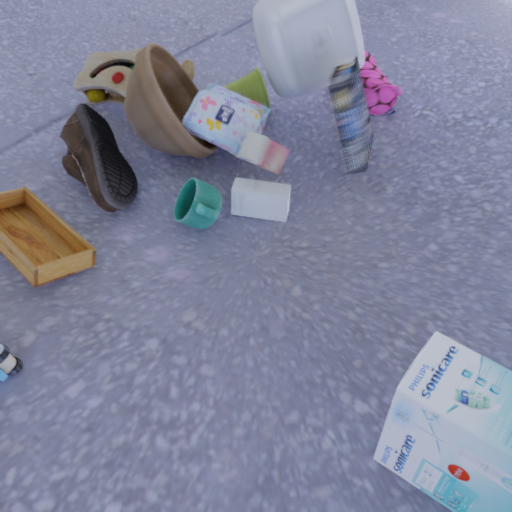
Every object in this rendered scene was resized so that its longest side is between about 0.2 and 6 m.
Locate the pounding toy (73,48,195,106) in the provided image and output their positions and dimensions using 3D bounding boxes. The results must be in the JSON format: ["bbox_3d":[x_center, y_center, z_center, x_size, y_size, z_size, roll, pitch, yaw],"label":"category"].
[{"bbox_3d":[-2.895,-4.002,13.899,2.786,1.598,1.593,1,74,13],"label":"pounding toy"}]

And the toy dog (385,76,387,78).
[{"bbox_3d":[3.348,-4.527,14.653,0.467,0.336,0.481,0,44,-5],"label":"toy dog"}]

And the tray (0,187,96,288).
[{"bbox_3d":[-4.208,-0.412,10.404,2.458,0.455,1.212,36,39,28],"label":"tray"}]

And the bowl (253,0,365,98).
[{"bbox_3d":[1.310,-4.946,12.798,2.442,2.439,0.912,-22,31,-2],"label":"bowl"}]

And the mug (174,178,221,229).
[{"bbox_3d":[-1.072,-0.901,10.778,0.677,0.900,1.095,21,41,-30],"label":"mug"}]

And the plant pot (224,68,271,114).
[{"bbox_3d":[-0.292,-3.853,13.589,1.036,1.127,1.127,-18,48,-2],"label":"plant pot"}]

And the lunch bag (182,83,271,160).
[{"bbox_3d":[-0.626,-2.902,12.116,1.509,1.131,1.779,26,34,2],"label":"lunch bag"}]

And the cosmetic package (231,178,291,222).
[{"bbox_3d":[0.093,-1.116,11.152,1.148,0.648,0.466,9,43,4],"label":"cosmetic package"}]

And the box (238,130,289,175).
[{"bbox_3d":[0.158,-2.064,11.227,0.484,0.568,0.889,29,9,36],"label":"box"}]

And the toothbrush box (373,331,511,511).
[{"bbox_3d":[2.956,2.436,6.882,2.625,1.922,1.120,30,53,25],"label":"toothbrush box"}]

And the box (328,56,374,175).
[{"bbox_3d":[2.006,-2.945,11.630,0.470,1.893,1.878,-7,32,22],"label":"box"}]

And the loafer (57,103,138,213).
[{"bbox_3d":[-3.408,-1.903,11.826,1.107,1.139,3.118,-39,50,14],"label":"loafer"}]

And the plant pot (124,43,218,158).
[{"bbox_3d":[-2.018,-3.151,12.212,1.201,2.602,2.602,-26,44,17],"label":"plant pot"}]

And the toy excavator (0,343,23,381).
[{"bbox_3d":[-4.429,1.739,8.544,1.176,0.604,1.209,26,61,24],"label":"toy excavator"}]

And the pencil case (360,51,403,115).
[{"bbox_3d":[2.857,-4.433,14.164,0.999,0.967,2.132,-30,47,14],"label":"pencil case"}]
